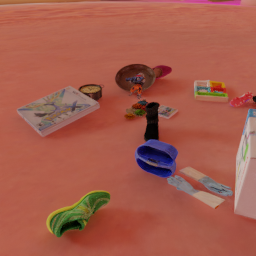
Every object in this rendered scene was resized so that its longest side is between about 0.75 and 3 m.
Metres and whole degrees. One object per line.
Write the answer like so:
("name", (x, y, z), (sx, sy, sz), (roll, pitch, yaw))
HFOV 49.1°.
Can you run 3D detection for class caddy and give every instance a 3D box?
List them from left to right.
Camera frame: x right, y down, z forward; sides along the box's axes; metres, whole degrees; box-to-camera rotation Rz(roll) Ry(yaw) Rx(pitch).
("caddy", (0.901, 0.976, 8.810), (1.415, 1.000, 0.743), (17, 29, 27))

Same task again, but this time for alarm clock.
("alarm clock", (-1.734, -1.788, 13.797), (1.151, 0.568, 1.706), (18, 38, 27))

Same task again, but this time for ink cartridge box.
("ink cartridge box", (4.161, 1.019, 7.743), (1.966, 1.975, 2.692), (11, 32, 17))

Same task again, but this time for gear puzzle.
("gear puzzle", (0.438, -0.857, 12.555), (0.986, 0.249, 1.904), (20, 36, 30))

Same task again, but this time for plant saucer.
("plant saucer", (0.390, -2.559, 14.729), (2.131, 0.367, 2.131), (-4, 53, 5))

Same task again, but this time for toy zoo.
("toy zoo", (4.232, -1.998, 14.454), (1.570, 0.245, 2.392), (6, 32, 10))

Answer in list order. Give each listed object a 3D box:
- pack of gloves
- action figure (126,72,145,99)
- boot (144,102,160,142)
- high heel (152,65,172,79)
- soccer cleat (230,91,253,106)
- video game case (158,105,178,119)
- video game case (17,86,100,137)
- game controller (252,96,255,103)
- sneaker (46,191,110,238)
("pack of gloves", (2.084, 1.783, 8.212), (1.725, 0.340, 1.449), (25, 24, 39))
("action figure", (0.288, -1.466, 9.519), (0.477, 0.881, 0.911), (19, 2, -39))
("boot", (0.913, -0.232, 10.649), (0.573, 1.139, 1.524), (2, 31, 4))
("high heel", (1.385, -2.953, 15.551), (2.218, 0.748, 1.066), (-13, 20, 6))
("soccer cleat", (5.338, -1.299, 13.223), (1.301, 0.498, 0.434), (-28, 67, -14))
("video game case", (1.655, -0.727, 12.486), (0.821, 0.107, 0.902), (20, 36, 30))
("video game case", (-3.038, -0.852, 12.121), (2.761, 0.304, 2.516), (-31, 42, -27))
("game controller", (6.513, -0.996, 12.645), (0.999, 0.403, 1.915), (-7, 32, -11))
("sneaker", (-1.160, 2.225, 7.157), (1.747, 0.647, 0.730), (-26, 44, -23))
